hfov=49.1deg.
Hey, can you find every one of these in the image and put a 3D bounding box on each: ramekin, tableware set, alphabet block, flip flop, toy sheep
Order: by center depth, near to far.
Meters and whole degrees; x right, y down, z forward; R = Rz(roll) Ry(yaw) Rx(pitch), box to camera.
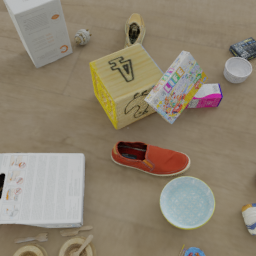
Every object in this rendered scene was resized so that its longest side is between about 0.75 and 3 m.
[{"bbox_3d":[-2.284,3.979,8.419,2.644,0.530,1.747,-8,61,-4],"label":"tableware set"},{"bbox_3d":[-4.393,1.841,9.510,1.010,0.717,2.491,48,49,-18],"label":"flip flop"},{"bbox_3d":[-0.016,-1.567,10.675,2.116,2.067,2.078,-26,62,-13],"label":"alphabet block"},{"bbox_3d":[4.654,-2.431,11.991,1.105,0.580,1.105,0,61,0],"label":"ramekin"},{"bbox_3d":[-2.063,-4.227,12.941,0.736,0.736,1.068,33,53,17],"label":"toy sheep"}]

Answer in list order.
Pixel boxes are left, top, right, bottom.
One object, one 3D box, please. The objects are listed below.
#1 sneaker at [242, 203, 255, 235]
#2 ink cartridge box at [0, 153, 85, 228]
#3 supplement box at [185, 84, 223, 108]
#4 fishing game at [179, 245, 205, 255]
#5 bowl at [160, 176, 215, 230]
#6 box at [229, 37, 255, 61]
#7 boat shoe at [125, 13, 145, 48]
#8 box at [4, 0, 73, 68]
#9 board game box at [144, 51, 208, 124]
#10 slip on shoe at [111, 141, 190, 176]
[{"bbox_3d":[4.894,2.897,8.938,2.351,0.885,1.036,-7,68,6],"label":"sneaker"},{"bbox_3d":[-2.952,2.026,9.260,2.976,0.703,2.382,0,60,-5],"label":"ink cartridge box"},{"bbox_3d":[2.976,-1.287,11.274,1.385,0.716,0.701,-2,62,-3],"label":"supplement box"},{"bbox_3d":[2.074,4.045,8.609,1.010,0.157,0.724,32,68,16],"label":"fishing game"},{"bbox_3d":[1.904,2.491,8.980,1.671,0.899,1.671,-7,55,10],"label":"bowl"},{"bbox_3d":[5.409,-3.562,12.777,1.221,0.312,0.963,-24,64,-12],"label":"box"},{"bbox_3d":[0.332,-4.494,12.885,0.969,1.029,2.703,1,61,1],"label":"boat shoe"},{"bbox_3d":[-3.644,-4.233,11.651,1.814,2.917,1.422,-29,65,-15],"label":"box"},{"bbox_3d":[1.715,-1.377,9.775,2.136,1.436,0.366,-52,38,0],"label":"board game box"},{"bbox_3d":[0.795,1.026,9.893,2.842,0.870,1.053,10,60,4],"label":"slip on shoe"}]
